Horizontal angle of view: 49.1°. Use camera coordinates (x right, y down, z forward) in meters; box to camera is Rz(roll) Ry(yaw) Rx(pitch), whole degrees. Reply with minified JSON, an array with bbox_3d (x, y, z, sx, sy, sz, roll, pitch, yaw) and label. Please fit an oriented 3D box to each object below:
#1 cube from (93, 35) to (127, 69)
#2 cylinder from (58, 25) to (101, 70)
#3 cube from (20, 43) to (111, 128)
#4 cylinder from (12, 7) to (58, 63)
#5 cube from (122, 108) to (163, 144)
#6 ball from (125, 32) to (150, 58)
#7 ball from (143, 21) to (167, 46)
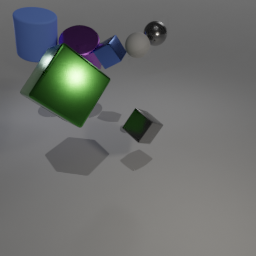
[{"bbox_3d":[-0.583,-2.511,9.269,0.700,0.700,0.700,-18,31,32],"label":"cube"},{"bbox_3d":[-1.693,-2.701,10.138,1.400,1.400,1.400,1,65,-2],"label":"cylinder"},{"bbox_3d":[-1.560,-1.026,6.856,1.400,1.400,1.400,34,-8,-29],"label":"cube"},{"bbox_3d":[-3.138,-3.200,9.609,1.400,1.400,1.400,6,41,-6],"label":"cylinder"},{"bbox_3d":[0.415,-0.043,7.838,0.700,0.700,0.700,42,16,28],"label":"cube"},{"bbox_3d":[0.266,-2.308,7.810,0.700,0.700,0.700,0,30,0],"label":"ball"},{"bbox_3d":[0.799,-2.772,8.224,0.700,0.700,0.700,0,30,0],"label":"ball"}]
